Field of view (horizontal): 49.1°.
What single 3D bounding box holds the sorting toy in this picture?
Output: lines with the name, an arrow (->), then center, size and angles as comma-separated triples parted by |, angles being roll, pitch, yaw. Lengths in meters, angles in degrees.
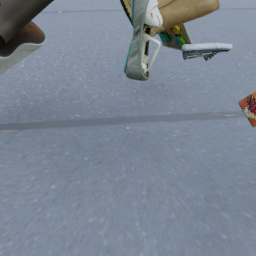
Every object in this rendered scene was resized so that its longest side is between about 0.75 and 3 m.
sorting toy -> 1.358, -3.090, 8.996 | 1.364, 1.474, 0.269 | 29, 73, 40

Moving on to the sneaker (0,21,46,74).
sneaker -> -3.160, -2.092, 7.166 | 1.227, 1.055, 2.898 | -34, 17, 25

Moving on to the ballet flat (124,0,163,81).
ballet flat -> 0.294, -1.515, 4.384 | 0.515, 1.618, 0.545 | 18, 31, 16

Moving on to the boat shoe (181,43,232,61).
boat shoe -> 1.775, -1.716, 6.351 | 1.108, 0.393, 0.399 | -1, 14, 9

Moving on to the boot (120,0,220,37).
boot -> 0.772, -2.782, 5.863 | 1.772, 1.552, 0.586 | -26, 6, 2

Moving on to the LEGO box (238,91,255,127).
LEGO box -> 2.548, -0.510, 4.560 | 1.267, 0.944, 0.489 | -12, 71, -45

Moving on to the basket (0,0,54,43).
basket -> -2.353, -2.524, 5.738 | 1.247, 0.940, 1.383 | 30, 78, 34
